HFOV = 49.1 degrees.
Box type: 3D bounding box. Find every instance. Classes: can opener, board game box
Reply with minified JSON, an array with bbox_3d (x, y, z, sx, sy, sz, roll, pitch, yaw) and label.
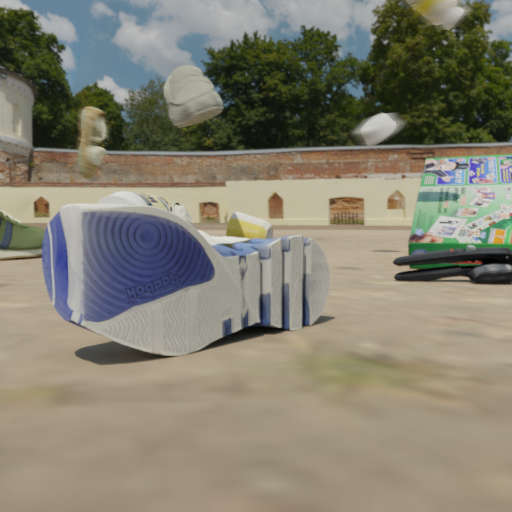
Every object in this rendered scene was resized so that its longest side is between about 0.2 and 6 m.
[{"bbox_3d":[2.147,0.090,6.080,1.298,0.411,0.510,1,4,11],"label":"can opener"},{"bbox_3d":[3.559,-0.775,8.558,2.120,0.459,3.150,2,31,21],"label":"board game box"}]

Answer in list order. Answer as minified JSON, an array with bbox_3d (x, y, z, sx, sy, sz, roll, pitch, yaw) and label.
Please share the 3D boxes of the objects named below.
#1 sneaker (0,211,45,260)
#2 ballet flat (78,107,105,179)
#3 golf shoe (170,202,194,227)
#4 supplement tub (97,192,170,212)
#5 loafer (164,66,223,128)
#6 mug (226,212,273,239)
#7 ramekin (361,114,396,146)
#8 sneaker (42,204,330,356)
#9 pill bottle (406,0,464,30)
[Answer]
[{"bbox_3d":[-4.768,-0.641,9.598,1.078,1.443,3.214,2,4,29],"label":"sneaker"},{"bbox_3d":[-4.142,-2.878,14.255,0.596,1.825,0.643,4,7,22],"label":"ballet flat"},{"bbox_3d":[-2.383,-1.041,17.808,1.062,1.318,2.712,-3,2,-14],"label":"golf shoe"},{"bbox_3d":[-3.056,-0.872,13.884,1.411,1.411,1.946,1,4,13],"label":"supplement tub"},{"bbox_3d":[-1.391,-3.269,11.321,1.072,1.070,3.065,-23,22,-9],"label":"loafer"},{"bbox_3d":[-0.150,-0.435,13.270,0.932,1.136,0.910,10,-26,20],"label":"mug"},{"bbox_3d":[2.438,-2.562,11.276,0.704,0.328,0.704,-37,21,17],"label":"ramekin"},{"bbox_3d":[-0.479,0.163,3.312,1.024,0.716,1.773,-2,-6,44],"label":"sneaker"},{"bbox_3d":[2.320,-3.250,7.231,0.683,0.384,0.384,38,2,-3],"label":"pill bottle"}]
